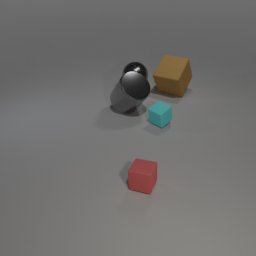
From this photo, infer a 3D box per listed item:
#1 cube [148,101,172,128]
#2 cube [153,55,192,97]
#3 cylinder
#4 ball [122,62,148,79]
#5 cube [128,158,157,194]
[{"bbox_3d":[1.341,-0.575,11.604,0.700,0.700,0.700,-38,48,-27],"label":"cube"},{"bbox_3d":[2.280,-2.638,14.185,1.400,1.400,1.400,18,68,28],"label":"cube"},{"bbox_3d":[0.077,-1.530,12.292,1.400,1.400,1.400,9,65,-20],"label":"cylinder"},{"bbox_3d":[0.383,-2.828,14.988,1.400,1.400,1.400,0,30,0],"label":"ball"},{"bbox_3d":[0.450,1.425,8.364,0.700,0.700,0.700,8,29,20],"label":"cube"}]
